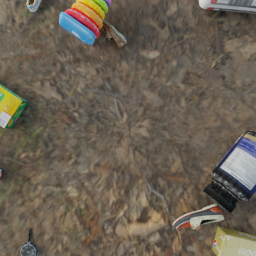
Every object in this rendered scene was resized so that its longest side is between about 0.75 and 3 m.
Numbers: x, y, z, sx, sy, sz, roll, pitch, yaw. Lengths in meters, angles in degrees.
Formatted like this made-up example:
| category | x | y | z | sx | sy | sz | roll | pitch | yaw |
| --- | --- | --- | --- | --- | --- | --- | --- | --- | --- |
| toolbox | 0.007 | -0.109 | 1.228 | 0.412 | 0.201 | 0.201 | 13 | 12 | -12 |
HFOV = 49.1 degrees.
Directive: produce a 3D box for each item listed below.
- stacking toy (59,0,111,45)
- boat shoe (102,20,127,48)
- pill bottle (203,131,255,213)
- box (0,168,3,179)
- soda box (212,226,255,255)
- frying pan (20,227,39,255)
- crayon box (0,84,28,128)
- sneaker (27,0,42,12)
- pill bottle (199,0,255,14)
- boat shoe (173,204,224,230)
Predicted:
| category | x | y | z | sx | sy | sz | roll | pitch | yaw |
| --- | --- | --- | --- | --- | --- | --- | --- | --- | --- |
| stacking toy | -1.075 | -4.004 | 9.017 | 1.292 | 1.367 | 2.355 | 32 | 89 | -14 |
| boat shoe | -0.571 | -3.236 | 9.665 | 1.171 | 0.443 | 0.420 | 41 | 91 | 2 |
| pill bottle | 3.671 | 1.439 | 9.136 | 1.418 | 1.418 | 2.536 | 39 | 90 | 0 |
| box | -5.553 | 1.309 | 9.190 | 2.384 | 1.312 | 0.414 | 16 | 90 | 1 |
| soda box | 4.297 | 4.149 | 9.402 | 2.651 | 0.848 | 0.898 | 14 | 90 | 0 |
| frying pan | -3.368 | 4.108 | 9.759 | 0.660 | 0.178 | 1.092 | 25 | 93 | 0 |
| crayon box | -4.578 | -0.952 | 9.579 | 1.890 | 0.551 | 1.123 | 34 | 90 | 0 |
| sneaker | -3.194 | -4.557 | 9.682 | 0.383 | 0.404 | 1.000 | 18 | 89 | 2 |
| pill bottle | 3.943 | -4.630 | 9.032 | 2.960 | 1.715 | 1.715 | 5 | 90 | -1 |
| boat shoe | 2.365 | 3.113 | 9.450 | 1.701 | 0.605 | 0.532 | -20 | 55 | -1 |
